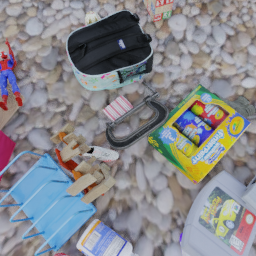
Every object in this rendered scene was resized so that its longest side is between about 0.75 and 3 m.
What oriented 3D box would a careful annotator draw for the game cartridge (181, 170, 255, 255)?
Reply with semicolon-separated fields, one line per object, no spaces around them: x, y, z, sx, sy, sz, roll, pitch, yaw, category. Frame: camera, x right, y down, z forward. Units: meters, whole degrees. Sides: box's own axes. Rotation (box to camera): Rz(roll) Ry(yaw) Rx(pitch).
2.519;2.444;7.429;1.720;0.528;2.584;35;58;7;game cartridge

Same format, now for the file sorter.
-2.283;1.921;7.356;1.566;1.385;2.257;-46;74;-1;file sorter

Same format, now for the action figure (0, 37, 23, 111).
-4.035;-1.899;9.086;0.815;1.237;2.499;-17;54;-10;action figure

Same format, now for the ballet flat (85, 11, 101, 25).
-1.228;-3.714;10.285;0.702;0.594;1.857;-11;68;-4;ballet flat

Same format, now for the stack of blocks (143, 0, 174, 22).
0.892;-5.519;10.562;0.734;1.443;2.506;-18;68;-8;stack of blocks

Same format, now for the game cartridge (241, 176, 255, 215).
4.478;1.679;7.827;1.720;0.537;2.583;44;63;12;game cartridge

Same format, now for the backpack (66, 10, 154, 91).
-0.654;-2.340;9.018;2.475;1.864;2.197;-21;70;-11;backpack

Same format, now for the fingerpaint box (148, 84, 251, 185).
2.136;0.143;8.545;1.985;0.873;2.379;43;74;16;fingerpaint box

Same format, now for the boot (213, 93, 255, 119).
3.441;-0.785;9.206;0.919;0.476;1.407;-39;80;-20;boot

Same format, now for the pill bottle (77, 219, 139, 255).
-0.454;3.196;7.284;1.601;0.897;0.897;33;71;11;pill bottle

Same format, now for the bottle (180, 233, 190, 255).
1.838;3.627;7.264;0.747;0.584;1.789;-5;68;-3;bottle

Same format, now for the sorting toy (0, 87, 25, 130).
-4.651;-0.851;9.263;2.057;0.303;1.520;28;73;8;sorting toy

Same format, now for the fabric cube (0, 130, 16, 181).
-4.748;0.807;7.585;2.115;2.149;2.156;11;68;3;fabric cube

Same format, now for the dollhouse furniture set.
-1.237;1.171;7.413;1.010;1.939;1.960;-37;45;4;dollhouse furniture set

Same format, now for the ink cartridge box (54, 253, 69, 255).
-1.193;4.154;6.934;1.899;0.795;1.370;20;69;8;ink cartridge box

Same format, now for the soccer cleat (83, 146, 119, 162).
-0.861;0.761;8.492;1.168;0.497;0.401;9;68;4;soccer cleat

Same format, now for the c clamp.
0.207;-0.337;8.795;2.394;0.324;2.045;-38;44;-11;c clamp

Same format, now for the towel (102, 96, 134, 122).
-0.318;-0.612;9.262;0.876;0.131;0.641;-40;77;-14;towel
